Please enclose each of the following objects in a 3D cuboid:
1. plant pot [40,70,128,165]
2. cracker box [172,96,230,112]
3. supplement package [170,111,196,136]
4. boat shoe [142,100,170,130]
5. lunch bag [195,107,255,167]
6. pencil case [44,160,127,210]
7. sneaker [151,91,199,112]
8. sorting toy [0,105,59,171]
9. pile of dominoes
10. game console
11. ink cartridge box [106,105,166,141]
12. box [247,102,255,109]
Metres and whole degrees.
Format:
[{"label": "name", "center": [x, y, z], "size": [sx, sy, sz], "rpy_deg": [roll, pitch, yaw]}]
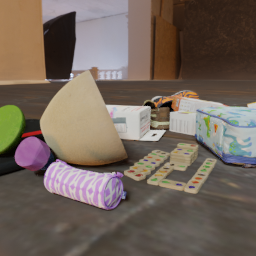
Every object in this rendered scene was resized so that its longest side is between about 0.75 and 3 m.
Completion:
[{"label": "plant pot", "center": [-0.939, -0.013, 5.451], "size": [1.245, 1.855, 1.855], "rpy_deg": [-25, 15, -4]}, {"label": "cracker box", "center": [2.512, -0.740, 9.875], "size": [1.730, 0.499, 1.159], "rpy_deg": [9, 10, -4]}, {"label": "supplement package", "center": [1.827, -0.155, 8.271], "size": [0.608, 0.586, 1.069], "rpy_deg": [-11, 15, -41]}, {"label": "boat shoe", "center": [0.742, -0.549, 9.533], "size": [0.824, 0.826, 2.232], "rpy_deg": [-7, 14, -31]}, {"label": "lunch bag", "center": [2.688, 0.081, 6.238], "size": [1.894, 0.971, 2.356], "rpy_deg": [-3, 12, -8]}, {"label": "pencil case", "center": [-0.642, 0.786, 3.997], "size": [1.204, 0.515, 0.505], "rpy_deg": [6, -12, 30]}, {"label": "sneaker", "center": [2.190, -1.000, 11.999], "size": [2.279, 0.884, 1.277], "rpy_deg": [-14, 19, -13]}, {"label": "sorting toy", "center": [-2.352, 0.140, 5.709], "size": [2.943, 1.020, 1.013], "rpy_deg": [27, -12, 34]}, {"label": "pile of dominoes", "center": [0.836, 0.635, 5.304], "size": [1.412, 0.288, 1.812], "rpy_deg": [6, 13, 26]}, {"label": "game console", "center": [-2.642, 0.394, 6.335], "size": [2.598, 0.456, 2.937], "rpy_deg": [17, 21, 38]}, {"label": "ink cartridge box", "center": [-0.152, -0.200, 7.999], "size": [2.316, 0.780, 1.356], "rpy_deg": [4, 13, 16]}, {"label": "box", "center": [5.052, -0.630, 9.595], "size": [1.649, 0.574, 2.769], "rpy_deg": [-14, 8, 23]}]
